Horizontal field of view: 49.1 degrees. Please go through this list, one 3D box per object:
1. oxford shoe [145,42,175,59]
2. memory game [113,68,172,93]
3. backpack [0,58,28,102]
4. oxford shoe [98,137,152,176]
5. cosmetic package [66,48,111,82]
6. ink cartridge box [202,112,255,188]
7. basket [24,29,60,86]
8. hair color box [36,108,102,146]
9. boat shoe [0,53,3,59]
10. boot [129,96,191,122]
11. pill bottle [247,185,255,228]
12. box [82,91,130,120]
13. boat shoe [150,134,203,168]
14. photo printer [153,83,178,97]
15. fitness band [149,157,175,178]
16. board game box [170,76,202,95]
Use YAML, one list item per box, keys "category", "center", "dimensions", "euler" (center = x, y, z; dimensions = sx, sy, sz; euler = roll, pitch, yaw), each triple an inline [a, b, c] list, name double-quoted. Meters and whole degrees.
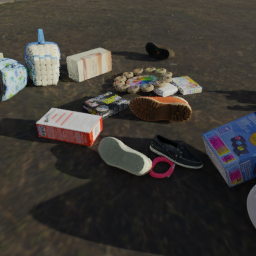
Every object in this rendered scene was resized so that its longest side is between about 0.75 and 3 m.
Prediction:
- category: "oxford shoe"
  center: [1.831, -4.406, 16.144]
  dimensions: [0.854, 0.735, 2.024]
  euler: [-15, 40, -42]
- category: "memory game"
  center: [0.657, -2.259, 12.902]
  dimensions: [2.814, 0.179, 2.814]
  euler: [-7, 30, 4]
- category: "backpack"
  center: [-5.237, -2.144, 11.976]
  dimensions: [1.628, 1.727, 2.117]
  euler: [5, 27, -8]
- category: "oxford shoe"
  center: [-0.123, 0.857, 8.299]
  dimensions: [2.107, 0.792, 0.608]
  euler: [23, -2, 42]
- category: "cosmetic package"
  center: [-1.878, -3.141, 13.811]
  dimensions: [2.084, 1.077, 0.909]
  euler: [-30, 44, -35]
- category: "ink cartridge box"
  center: [3.537, 0.442, 7.922]
  dimensions: [2.344, 0.895, 1.600]
  euler: [-22, 35, 3]
- category: "basket"
  center: [-3.997, -3.243, 13.109]
  dimensions: [1.614, 2.046, 2.321]
  euler: [-4, 43, -16]
- category: "hair color box"
  center: [-1.974, -0.056, 9.596]
  dimensions: [1.939, 0.620, 1.075]
  euler: [11, 36, 13]
- category: "boat shoe"
  center: [-6.579, -2.803, 13.310]
  dimensions: [0.882, 1.044, 2.929]
  euler: [-2, 36, -9]
- category: "boot"
  center: [1.228, -0.818, 10.670]
  dimensions: [2.296, 0.862, 1.231]
  euler: [9, 26, 7]
- category: "pill bottle"
  center: [4.303, 1.447, 6.372]
  dimensions: [2.933, 1.670, 1.670]
  euler: [-20, 39, -28]
- category: "box"
  center: [-0.869, -0.918, 11.132]
  dimensions: [1.497, 0.331, 1.199]
  euler: [-28, 42, -35]
- category: "boat shoe"
  center: [1.484, 0.652, 8.501]
  dimensions: [1.738, 0.576, 0.649]
  euler: [26, 29, 32]
- category: "photo printer"
  center: [1.610, -1.674, 12.289]
  dimensions: [0.881, 0.306, 0.733]
  euler: [-20, 39, -28]
- category: "fitness band"
  center: [0.985, 1.153, 8.182]
  dimensions: [0.659, 0.172, 0.917]
  euler: [13, 33, 25]
- category: "board game box"
  center: [2.627, -1.960, 12.782]
  dimensions: [0.901, 0.229, 1.339]
  euler: [-11, 35, -15]
